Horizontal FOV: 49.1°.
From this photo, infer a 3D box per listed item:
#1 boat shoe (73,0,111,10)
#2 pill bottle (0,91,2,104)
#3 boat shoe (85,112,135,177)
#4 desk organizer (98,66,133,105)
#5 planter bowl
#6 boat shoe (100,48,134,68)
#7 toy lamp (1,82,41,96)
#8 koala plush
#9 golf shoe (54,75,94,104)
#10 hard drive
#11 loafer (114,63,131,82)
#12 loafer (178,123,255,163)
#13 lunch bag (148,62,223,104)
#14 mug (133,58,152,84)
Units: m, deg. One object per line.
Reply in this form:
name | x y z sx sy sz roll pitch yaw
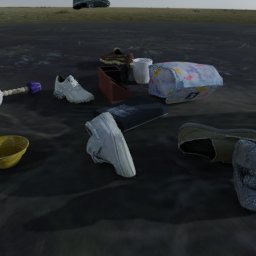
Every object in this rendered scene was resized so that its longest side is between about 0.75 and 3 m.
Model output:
boat shoe | -1.341 -4.487 10.191 1.525 0.471 0.555 13 -11 18
pill bottle | -5.521 -1.204 10.424 1.454 0.827 0.827 11 28 20
boat shoe | -0.554 0.467 7.043 0.955 0.935 2.681 -24 30 -5
desk organizer | -0.563 -1.790 11.491 0.903 0.970 2.519 -8 26 -15
planter bowl | -3.031 0.661 6.907 1.173 0.489 1.173 0 25 0
boat shoe | -0.636 -4.286 16.702 2.713 1.004 1.002 22 33 38
toy lamp | -4.516 -1.516 11.442 1.934 0.563 0.563 -22 33 -36
koala plush | 3.007 0.827 5.684 1.524 1.351 1.400 1 15 10
golf shoe | -2.188 -1.555 11.041 1.978 0.962 0.775 17 28 28
hard drive | 0.129 -0.550 9.594 2.173 0.357 1.516 -22 33 -39
loafer | -0.385 -2.729 13.798 0.821 0.840 2.302 0 15 9
loafer | 2.362 0.538 6.877 2.503 0.941 0.872 8 37 28
lunch bag | 2.134 -1.792 10.935 2.030 1.522 2.394 -8 17 -21
mug | 0.662 -2.745 13.392 0.893 1.060 1.209 -3 26 -6
